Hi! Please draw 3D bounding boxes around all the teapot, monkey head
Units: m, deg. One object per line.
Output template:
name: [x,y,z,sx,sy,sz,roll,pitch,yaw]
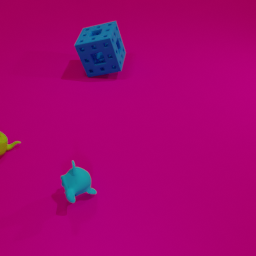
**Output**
teapot: [-3.532,0.361,7.464,1.248,0.611,0.776,22,22,-38]
monkey head: [-1.145,1.289,6.363,0.645,1.070,0.770,-30,28,0]

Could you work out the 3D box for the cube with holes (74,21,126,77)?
cube with holes: [-0.939,-2.808,10.007,1.286,1.286,1.286,-7,43,16]
